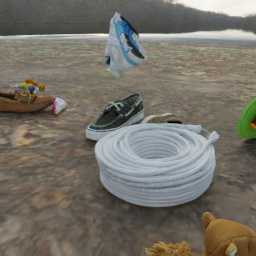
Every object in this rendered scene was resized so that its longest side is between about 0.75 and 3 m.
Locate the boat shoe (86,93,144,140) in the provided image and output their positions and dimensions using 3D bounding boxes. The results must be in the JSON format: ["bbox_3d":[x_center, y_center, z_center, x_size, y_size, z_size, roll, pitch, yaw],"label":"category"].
[{"bbox_3d":[-0.405,-0.471,9.396,1.052,0.947,2.976,12,26,26],"label":"boat shoe"}]

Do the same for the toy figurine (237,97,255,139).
[{"bbox_3d":[4.554,0.207,7.774,2.232,1.676,2.054,13,26,-39],"label":"toy figurine"}]

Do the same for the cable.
[{"bbox_3d":[0.629,0.723,6.616,2.742,0.949,2.742,9,26,21],"label":"cable"}]

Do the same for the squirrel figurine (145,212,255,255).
[{"bbox_3d":[0.972,1.806,3.451,1.495,1.395,1.058,-2,23,-5],"label":"squirrel figurine"}]

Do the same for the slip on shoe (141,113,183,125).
[{"bbox_3d":[1.029,-0.030,8.806,0.560,0.703,1.850,25,26,35],"label":"slip on shoe"}]

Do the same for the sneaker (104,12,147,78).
[{"bbox_3d":[-0.315,-2.518,8.507,1.053,1.217,2.809,33,30,-28],"label":"sneaker"}]

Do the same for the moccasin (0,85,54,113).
[{"bbox_3d":[-4.173,-1.141,10.970,2.475,0.955,0.905,2,23,5],"label":"moccasin"}]

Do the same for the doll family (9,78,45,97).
[{"bbox_3d":[-4.348,-1.673,12.232,1.267,0.920,2.041,-13,26,-34],"label":"doll family"}]

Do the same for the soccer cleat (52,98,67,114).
[{"bbox_3d":[-2.691,-0.899,11.076,0.550,0.445,1.275,5,24,-17],"label":"soccer cleat"}]
